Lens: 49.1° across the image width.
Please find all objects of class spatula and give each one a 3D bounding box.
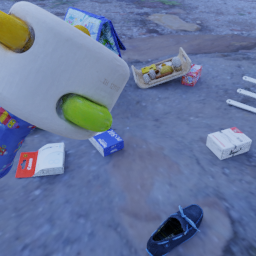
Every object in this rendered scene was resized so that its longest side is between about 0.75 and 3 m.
[{"bbox_3d":[4.557,-0.896,9.028,2.293,0.184,1.595,27,70,31],"label":"spatula"}]

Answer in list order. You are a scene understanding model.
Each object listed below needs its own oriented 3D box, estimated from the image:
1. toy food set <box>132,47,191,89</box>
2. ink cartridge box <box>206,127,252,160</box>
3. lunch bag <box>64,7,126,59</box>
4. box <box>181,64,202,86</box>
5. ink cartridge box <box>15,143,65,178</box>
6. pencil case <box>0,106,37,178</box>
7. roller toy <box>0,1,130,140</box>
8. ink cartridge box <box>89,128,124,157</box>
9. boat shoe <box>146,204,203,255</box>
[{"bbox_3d":[1.202,-2.345,10.558,2.097,0.633,1.505,-18,36,6],"label":"toy food set"},{"bbox_3d":[2.672,0.399,7.478,0.932,0.386,0.684,-14,39,-18],"label":"ink cartridge box"},{"bbox_3d":[-1.300,-2.654,9.697,1.658,2.602,2.212,-28,44,-31],"label":"lunch bag"},{"bbox_3d":[2.422,-2.012,10.617,0.492,0.471,0.987,17,40,21],"label":"box"},{"bbox_3d":[-2.191,0.789,7.057,1.160,0.274,0.928,-4,37,-7],"label":"ink cartridge box"},{"bbox_3d":[-2.034,0.090,4.769,0.754,1.933,0.840,38,33,-10],"label":"pencil case"},{"bbox_3d":[-0.857,-0.731,3.491,1.736,1.213,1.584,29,7,-9],"label":"roller toy"},{"bbox_3d":[-0.740,0.206,7.810,0.638,0.300,1.358,-22,42,-25],"label":"ink cartridge box"},{"bbox_3d":[0.986,1.915,5.362,0.618,0.505,1.470,29,46,33],"label":"boat shoe"}]
